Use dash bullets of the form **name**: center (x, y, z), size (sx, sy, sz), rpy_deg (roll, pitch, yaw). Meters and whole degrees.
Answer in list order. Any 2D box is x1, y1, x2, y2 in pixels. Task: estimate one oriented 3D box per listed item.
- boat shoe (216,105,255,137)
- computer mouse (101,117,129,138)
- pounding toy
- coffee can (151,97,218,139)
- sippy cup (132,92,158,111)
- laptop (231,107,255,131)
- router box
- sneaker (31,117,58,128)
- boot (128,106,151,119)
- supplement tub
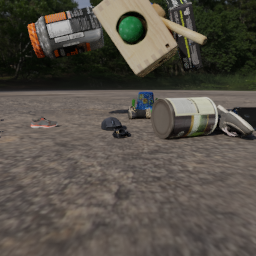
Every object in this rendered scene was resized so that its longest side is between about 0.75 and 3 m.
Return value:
- **boat shoe**: center (3.171, -0.083, 8.874), size (0.898, 0.765, 2.685), rpy_deg (38, 12, -5)
- **computer mouse**: center (-0.450, -0.065, 9.304), size (0.692, 0.402, 2.359), rpy_deg (-2, 10, -15)
- **pounding toy**: center (0.645, -2.923, 8.520), size (2.049, 2.654, 2.883), rpy_deg (-34, 3, 11)
- **coffee can**: center (1.683, -0.330, 8.458), size (1.625, 1.189, 1.189), rpy_deg (-4, 11, -24)
- **sippy cup**: center (0.955, -1.404, 15.082), size (1.157, 1.080, 1.473), rpy_deg (3, 11, 22)
- **laptop**: center (5.071, -0.155, 10.655), size (2.062, 1.202, 2.327), rpy_deg (0, 35, 3)
- **router box**: center (1.939, -3.355, 9.709), size (0.701, 2.255, 1.690), rpy_deg (-14, 36, 12)
- **sneaker**: center (-3.042, -0.224, 10.213), size (0.969, 0.397, 0.374), rpy_deg (-4, 10, -21)
- **boot**: center (0.524, -0.707, 12.747), size (1.012, 0.492, 1.344), rpy_deg (-1, 13, 2)
- **supplement tub**: center (-2.357, -3.632, 10.836), size (2.617, 1.603, 1.603), rpy_deg (-15, 12, -6)
